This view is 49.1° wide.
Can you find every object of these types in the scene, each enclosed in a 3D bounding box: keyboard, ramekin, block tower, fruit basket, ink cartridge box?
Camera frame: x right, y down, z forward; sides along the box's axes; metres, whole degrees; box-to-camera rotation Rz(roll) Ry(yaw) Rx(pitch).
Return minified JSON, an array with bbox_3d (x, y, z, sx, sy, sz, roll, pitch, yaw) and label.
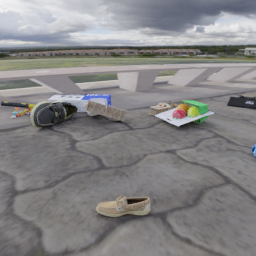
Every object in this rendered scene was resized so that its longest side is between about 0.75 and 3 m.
[{"bbox_3d":[6.442,-1.246,14.790,2.153,0.427,1.121,12,44,29],"label":"keyboard"},{"bbox_3d":[-1.463,-0.930,12.784,0.969,0.472,0.969,-21,-10,-4],"label":"ramekin"},{"bbox_3d":[-0.905,-0.735,11.996,1.737,0.502,0.469,14,6,-9],"label":"block tower"},{"bbox_3d":[2.400,-0.535,11.981,1.881,0.882,1.742,-25,26,-20],"label":"fruit basket"},{"bbox_3d":[-2.389,-1.274,14.148,2.924,0.647,1.375,1,19,4],"label":"ink cartridge box"}]

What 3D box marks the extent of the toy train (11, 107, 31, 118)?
[{"bbox_3d":[-4.765,-0.742,12.983,1.296,0.360,0.973,-6,19,-19],"label":"toy train"}]

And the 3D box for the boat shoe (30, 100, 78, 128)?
[{"bbox_3d":[-3.008,-0.666,11.744,0.912,0.992,2.775,0,13,16],"label":"boat shoe"}]

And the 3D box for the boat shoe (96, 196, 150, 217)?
[{"bbox_3d":[-0.099,1.583,5.832,1.121,0.362,0.400,-1,18,-3],"label":"boat shoe"}]

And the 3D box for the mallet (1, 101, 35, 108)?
[{"bbox_3d":[-4.498,-1.063,13.254,2.811,0.578,0.926,8,22,8],"label":"mallet"}]

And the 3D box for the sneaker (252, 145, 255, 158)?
[{"bbox_3d":[4.297,0.580,8.592,0.786,0.567,1.496,14,24,37],"label":"sneaker"}]

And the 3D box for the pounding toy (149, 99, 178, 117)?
[{"bbox_3d":[1.623,-1.053,13.235,1.374,0.788,0.786,-12,26,-33],"label":"pounding toy"}]
